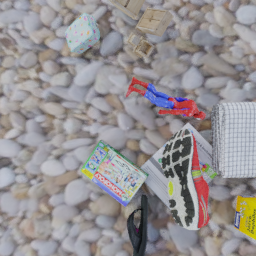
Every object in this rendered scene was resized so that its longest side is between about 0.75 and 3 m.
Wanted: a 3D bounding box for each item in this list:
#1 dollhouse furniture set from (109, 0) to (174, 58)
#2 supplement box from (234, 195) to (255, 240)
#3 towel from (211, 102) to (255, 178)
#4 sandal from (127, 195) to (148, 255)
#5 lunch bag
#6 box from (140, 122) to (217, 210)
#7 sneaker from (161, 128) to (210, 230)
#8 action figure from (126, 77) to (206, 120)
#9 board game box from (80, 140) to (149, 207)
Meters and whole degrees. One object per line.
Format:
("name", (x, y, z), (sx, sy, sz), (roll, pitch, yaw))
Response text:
("dollhouse furniture set", (-0.029, -3.467, 7.848), (2.368, 1.156, 2.019), (26, 99, -35))
("supplement box", (3.658, 2.394, 7.104), (0.940, 1.728, 0.946), (6, 90, -17))
("towel", (3.148, 0.311, 7.642), (1.681, 0.869, 2.030), (-1, 92, -13))
("sandal", (0.208, 2.965, 7.639), (0.542, 0.851, 2.263), (8, 82, -5))
("lunch bag", (-1.392, -2.908, 8.586), (1.140, 0.440, 0.914), (-26, 74, 33))
("box", (1.552, 1.164, 8.174), (2.129, 0.438, 1.660), (-42, 83, -7))
("sneaker", (1.628, 1.341, 7.527), (1.125, 1.021, 2.651), (19, 61, -39))
("action figure", (1.148, -0.752, 8.222), (2.393, 0.619, 0.783), (20, 38, 1))
("board game box", (-0.404, 1.275, 7.958), (1.674, 0.244, 1.126), (36, 103, 9))
